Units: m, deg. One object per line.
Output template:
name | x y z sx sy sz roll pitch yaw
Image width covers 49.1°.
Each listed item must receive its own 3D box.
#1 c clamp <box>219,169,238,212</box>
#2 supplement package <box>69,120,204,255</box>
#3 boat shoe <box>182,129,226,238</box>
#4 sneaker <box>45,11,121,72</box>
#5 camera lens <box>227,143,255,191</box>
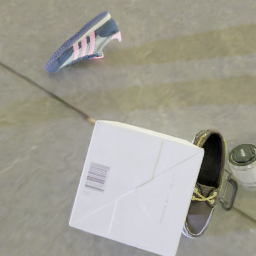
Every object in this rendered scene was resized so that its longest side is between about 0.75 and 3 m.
c clamp | 2.435 1.550 6.872 0.798 0.126 0.933 29 74 -37
supplement package | 0.226 0.977 5.786 1.871 2.484 1.885 16 92 5
boat shoe | 1.728 1.311 6.632 0.941 0.795 2.640 10 82 3
sneaker | -1.262 -2.234 8.113 2.429 0.996 0.852 -36 33 7
camera lens | 2.740 0.874 6.335 0.749 0.749 0.936 -42 119 -14
